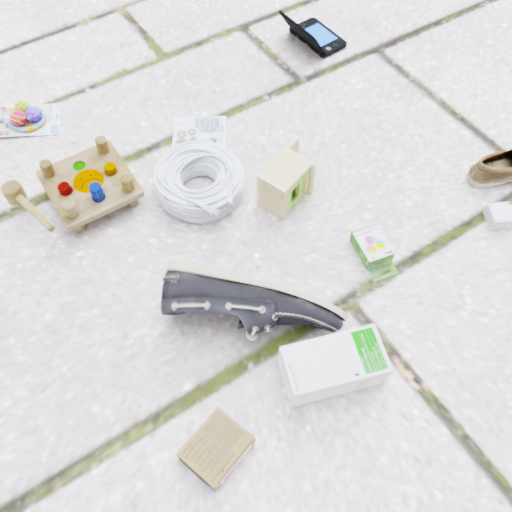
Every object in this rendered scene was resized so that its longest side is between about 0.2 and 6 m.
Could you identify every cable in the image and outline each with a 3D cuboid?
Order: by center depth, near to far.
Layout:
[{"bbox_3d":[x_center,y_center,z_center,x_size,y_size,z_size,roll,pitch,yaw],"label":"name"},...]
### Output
[{"bbox_3d":[-1.207,-1.603,11.995,1.947,0.674,1.947,15,58,11],"label":"cable"}]

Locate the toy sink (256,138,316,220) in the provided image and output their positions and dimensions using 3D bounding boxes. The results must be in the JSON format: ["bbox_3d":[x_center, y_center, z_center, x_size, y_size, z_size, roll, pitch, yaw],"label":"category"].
[{"bbox_3d":[0.734,-1.638,11.859,0.800,0.930,1.427,32,61,19],"label":"toy sink"}]

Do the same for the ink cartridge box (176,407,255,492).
[{"bbox_3d":[-0.645,3.126,9.090,0.838,0.382,1.017,36,64,20],"label":"ink cartridge box"}]

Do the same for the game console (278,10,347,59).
[{"bbox_3d":[1.504,-5.975,14.710,1.310,0.867,1.489,-32,63,-18],"label":"game console"}]

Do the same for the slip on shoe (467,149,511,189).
[{"bbox_3d":[5.663,-2.048,12.300,2.069,0.627,0.787,-12,58,-7],"label":"slip on shoe"}]

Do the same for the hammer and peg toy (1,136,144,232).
[{"bbox_3d":[-3.798,-1.315,11.692,2.495,0.880,1.835,-29,63,-17],"label":"hammer and peg toy"}]

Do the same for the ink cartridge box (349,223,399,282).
[{"bbox_3d":[2.374,-0.080,11.205,0.574,0.328,1.105,-17,59,-11],"label":"ink cartridge box"}]

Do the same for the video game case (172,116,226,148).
[{"bbox_3d":[-1.318,-2.822,13.090,1.254,0.149,1.142,-2,57,-1],"label":"video game case"}]

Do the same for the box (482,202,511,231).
[{"bbox_3d":[5.090,-0.826,11.685,0.503,0.331,0.506,-6,57,-4],"label":"box"}]

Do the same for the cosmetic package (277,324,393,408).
[{"bbox_3d":[1.323,1.897,9.675,1.751,0.743,0.942,-13,61,-10],"label":"cosmetic package"}]

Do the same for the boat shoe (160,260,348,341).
[{"bbox_3d":[-0.091,0.991,10.115,3.410,1.239,1.070,15,78,4],"label":"boat shoe"}]

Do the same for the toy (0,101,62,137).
[{"bbox_3d":[-5.634,-3.323,13.241,1.899,0.448,1.093,-6,58,-4],"label":"toy"}]
